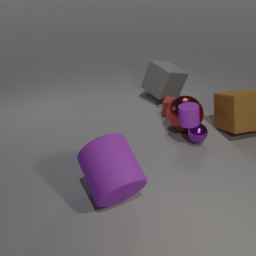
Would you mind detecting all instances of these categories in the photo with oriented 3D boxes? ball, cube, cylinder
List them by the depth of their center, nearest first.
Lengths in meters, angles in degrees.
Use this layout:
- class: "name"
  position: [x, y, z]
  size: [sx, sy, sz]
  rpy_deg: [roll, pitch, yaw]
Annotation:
- class: "cylinder"
  position: [-0.419, 1.086, 7.247]
  size: [1.400, 1.400, 1.400]
  rpy_deg: [-15, 62, -26]
- class: "cylinder"
  position: [2.097, -0.444, 9.641]
  size: [0.700, 0.700, 0.700]
  rpy_deg: [-7, 26, 4]
- class: "ball"
  position: [2.465, 0.166, 9.928]
  size: [0.700, 0.700, 0.700]
  rpy_deg: [0, 29, 0]
- class: "cube"
  position: [4.234, -0.670, 10.603]
  size: [1.400, 1.400, 1.400]
  rpy_deg: [-9, 13, -13]
- class: "ball"
  position: [2.193, -0.545, 10.765]
  size: [1.400, 1.400, 1.400]
  rpy_deg: [0, 29, 0]
- class: "cube"
  position: [1.906, -0.893, 12.140]
  size: [0.700, 0.700, 0.700]
  rpy_deg: [9, 30, 16]
- class: "cube"
  position: [1.743, -2.294, 13.427]
  size: [1.400, 1.400, 1.400]
  rpy_deg: [-6, 37, -40]
